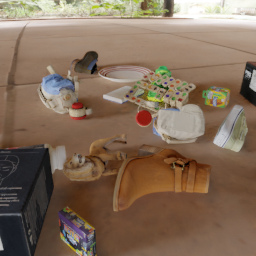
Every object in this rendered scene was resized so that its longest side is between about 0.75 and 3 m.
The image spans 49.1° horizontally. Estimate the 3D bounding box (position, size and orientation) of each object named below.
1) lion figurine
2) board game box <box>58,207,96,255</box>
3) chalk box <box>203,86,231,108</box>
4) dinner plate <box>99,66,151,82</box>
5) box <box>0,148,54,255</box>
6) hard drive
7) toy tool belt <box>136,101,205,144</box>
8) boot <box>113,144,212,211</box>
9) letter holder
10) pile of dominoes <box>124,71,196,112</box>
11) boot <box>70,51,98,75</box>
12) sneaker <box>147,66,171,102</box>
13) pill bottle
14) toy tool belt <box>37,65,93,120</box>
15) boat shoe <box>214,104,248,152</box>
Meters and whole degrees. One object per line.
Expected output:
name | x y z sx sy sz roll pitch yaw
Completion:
lion figurine | -0.756 0.737 7.270 1.340 0.793 2.189 -4 12 8
board game box | -0.895 1.864 4.924 0.793 0.656 0.225 22 33 38
chalk box | 3.484 -1.275 11.240 1.023 0.639 0.634 14 29 28
dinner plate | -0.147 -2.797 14.627 2.756 0.334 2.756 1 27 0
box | -2.439 1.362 5.391 1.552 1.120 2.092 -1 27 -2
hard drive | -0.168 -1.456 12.076 1.021 0.196 1.548 19 32 33
toy tool belt | 1.263 -0.154 8.663 2.060 1.287 1.266 4 -5 2
boot | 0.828 1.159 6.168 1.827 0.870 2.362 15 33 19
letter holder | 6.003 -1.502 10.798 2.065 1.461 2.906 1 27 -3
pile of dominoes | 1.207 -1.463 10.661 2.288 0.364 1.784 25 64 26
boot | -2.061 -3.630 15.886 1.202 0.927 2.480 22 40 16
sneaker | 1.345 -1.913 11.904 0.996 1.124 2.690 1 31 6
pill bottle | -2.250 0.807 6.879 1.434 0.794 0.794 -6 27 -12
toy tool belt | -2.404 -1.405 10.455 1.572 1.547 2.518 -19 32 -33
boat shoe | 3.277 0.028 8.651 0.738 0.857 2.379 34 40 11
